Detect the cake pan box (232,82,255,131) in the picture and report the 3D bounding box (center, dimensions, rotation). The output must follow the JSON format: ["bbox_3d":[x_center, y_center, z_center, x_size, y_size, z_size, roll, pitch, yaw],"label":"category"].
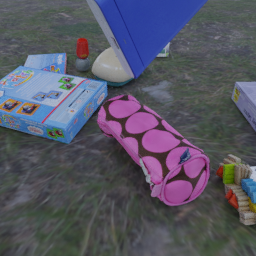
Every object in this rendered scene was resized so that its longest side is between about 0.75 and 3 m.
[{"bbox_3d":[4.383,-0.534,7.453,2.509,0.656,2.311,-2,36,-3],"label":"cake pan box"}]

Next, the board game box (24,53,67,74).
[{"bbox_3d":[-3.005,-2.068,10.088,1.508,0.285,2.929,-6,34,-6],"label":"board game box"}]

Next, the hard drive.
[{"bbox_3d":[0.714,-2.661,5.428,0.379,1.969,2.984,34,78,35],"label":"hard drive"}]

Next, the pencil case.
[{"bbox_3d":[0.342,0.290,5.718,1.298,1.257,2.771,-18,35,-23],"label":"pencil case"}]

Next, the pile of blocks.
[{"bbox_3d":[1.962,1.060,5.027,0.487,0.643,1.567,-4,34,-7],"label":"pile of blocks"}]

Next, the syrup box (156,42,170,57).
[{"bbox_3d":[1.359,-3.705,12.148,0.718,0.742,1.823,1,33,2],"label":"syrup box"}]

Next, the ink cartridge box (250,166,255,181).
[{"bbox_3d":[2.592,1.030,5.339,0.810,0.342,0.586,-4,34,-6],"label":"ink cartridge box"}]

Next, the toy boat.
[{"bbox_3d":[-0.749,-2.251,9.790,2.538,1.180,2.134,23,44,19],"label":"toy boat"}]

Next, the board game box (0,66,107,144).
[{"bbox_3d":[-2.375,-0.781,7.657,2.965,0.543,2.243,14,43,17],"label":"board game box"}]
